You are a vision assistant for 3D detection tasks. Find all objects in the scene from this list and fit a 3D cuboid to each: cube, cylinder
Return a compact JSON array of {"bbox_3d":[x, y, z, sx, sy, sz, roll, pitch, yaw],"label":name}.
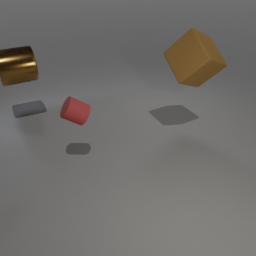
[{"bbox_3d":[2.437,-2.497,10.184,1.400,1.400,1.400,-1,62,-48],"label":"cube"},{"bbox_3d":[-4.465,-2.485,11.211,1.400,1.400,1.400,-16,33,-23],"label":"cylinder"},{"bbox_3d":[-1.604,-0.515,8.535,0.700,0.700,0.700,24,19,-27],"label":"cylinder"}]
